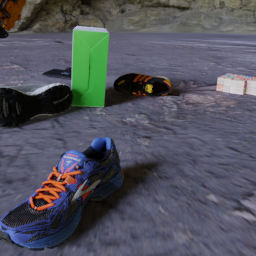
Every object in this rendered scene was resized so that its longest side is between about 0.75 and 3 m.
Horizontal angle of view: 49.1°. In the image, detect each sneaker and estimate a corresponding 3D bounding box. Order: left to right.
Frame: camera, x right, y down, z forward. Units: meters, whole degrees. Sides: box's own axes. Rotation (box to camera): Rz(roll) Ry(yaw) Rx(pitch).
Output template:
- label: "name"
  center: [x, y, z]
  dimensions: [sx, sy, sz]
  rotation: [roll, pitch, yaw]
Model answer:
- label: "sneaker"
  center: [-2.950, -0.705, 7.740]
  dimensions: [1.117, 1.041, 2.816]
  rotation: [16, 21, 41]
- label: "sneaker"
  center: [-0.887, 0.799, 4.074]
  dimensions: [0.883, 0.920, 2.345]
  rotation: [10, 24, 26]
- label: "sneaker"
  center: [0.541, -1.518, 9.954]
  dimensions: [2.122, 0.742, 0.955]
  rotation: [1, 19, -3]

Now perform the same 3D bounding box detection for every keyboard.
- label: "keyboard"
  center: [-2.749, -2.554, 13.184]
  dimensions: [2.324, 0.239, 1.477]
  rotation: [13, 32, 28]

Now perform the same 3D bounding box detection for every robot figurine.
- label: "robot figurine"
  center: [-2.184, -2.121, 4.191]
  dimensions: [0.511, 1.273, 1.756]
  rotation: [27, -1, 11]

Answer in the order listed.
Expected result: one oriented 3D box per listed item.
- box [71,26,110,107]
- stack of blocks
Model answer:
- label: "box"
  center: [-1.234, -2.076, 9.196]
  dimensions: [1.106, 2.288, 2.019]
  rotation: [2, 23, -10]
- label: "stack of blocks"
  center: [4.348, -1.596, 10.445]
  dimensions: [1.748, 0.512, 1.006]
  rotation: [18, 28, 35]
